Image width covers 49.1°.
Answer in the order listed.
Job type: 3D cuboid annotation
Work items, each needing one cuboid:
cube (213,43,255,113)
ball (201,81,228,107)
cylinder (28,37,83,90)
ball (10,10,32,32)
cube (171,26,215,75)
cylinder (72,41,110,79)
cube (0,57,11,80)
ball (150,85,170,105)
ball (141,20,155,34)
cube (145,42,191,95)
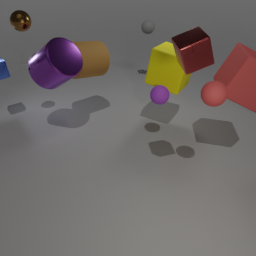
[{"bbox_3d":[3.782,-1.595,8.845,1.400,1.400,1.400,24,32,-10],"label":"cube"},{"bbox_3d":[2.315,-0.922,7.541,0.700,0.700,0.700,0,32,0],"label":"ball"},{"bbox_3d":[-2.530,-2.217,9.780,1.400,1.400,1.400,-18,14,45],"label":"cylinder"},{"bbox_3d":[-3.694,-3.685,9.647,0.700,0.700,0.700,0,32,0],"label":"ball"},{"bbox_3d":[1.503,-1.799,6.505,0.700,0.700,0.700,-22,40,6],"label":"cube"},{"bbox_3d":[-1.674,-2.726,11.170,1.400,1.400,1.400,-17,35,-40],"label":"cylinder"},{"bbox_3d":[-5.212,-2.332,11.153,0.700,0.700,0.700,-24,33,-26],"label":"cube"},{"bbox_3d":[1.142,-1.189,10.050,0.700,0.700,0.700,0,32,0],"label":"ball"},{"bbox_3d":[1.052,-5.258,14.621,0.700,0.700,0.700,0,32,0],"label":"ball"},{"bbox_3d":[1.666,-2.336,10.815,1.400,1.400,1.400,24,35,18],"label":"cube"}]
